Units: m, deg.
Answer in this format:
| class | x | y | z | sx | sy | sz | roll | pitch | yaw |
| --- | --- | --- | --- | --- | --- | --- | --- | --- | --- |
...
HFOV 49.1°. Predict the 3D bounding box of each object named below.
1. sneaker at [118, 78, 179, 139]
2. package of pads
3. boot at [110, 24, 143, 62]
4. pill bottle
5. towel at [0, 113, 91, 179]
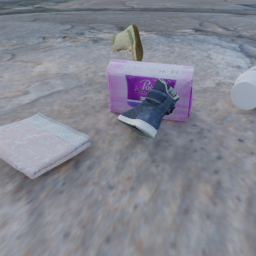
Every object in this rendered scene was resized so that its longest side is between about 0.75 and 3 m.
| class | x | y | z | sx | sy | sz | roll | pitch | yaw |
| --- | --- | --- | --- | --- | --- | --- | --- | --- | --- |
| sneaker | 0.567 | -0.584 | 7.919 | 0.822 | 1.561 | 2.161 | 34 | -6 | -22 |
| package of pads | 0.699 | -1.256 | 9.161 | 2.824 | 1.702 | 1.069 | 9 | 41 | 14 |
| boot | -0.066 | -2.770 | 9.748 | 1.069 | 1.376 | 0.501 | -15 | -9 | 33 |
| pill bottle | 4.605 | -1.507 | 9.889 | 1.317 | 1.317 | 2.348 | 25 | 40 | 35 |
| towel | -2.428 | 0.318 | 7.393 | 2.199 | 0.354 | 2.100 | 24 | 32 | 27 |
